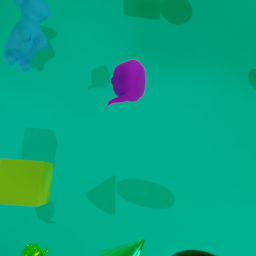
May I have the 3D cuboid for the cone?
[{"bbox_3d":[0.035,2.473,5.399,0.986,0.986,0.990,38,107,8],"label":"cone"}]

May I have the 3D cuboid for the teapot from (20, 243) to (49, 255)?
[{"bbox_3d":[-1.975,2.864,6.137,0.538,1.099,0.684,-33,40,-21],"label":"teapot"}]

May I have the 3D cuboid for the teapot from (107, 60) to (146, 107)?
[{"bbox_3d":[-0.034,-0.792,4.882,0.574,0.728,1.172,5,53,20],"label":"teapot"}]

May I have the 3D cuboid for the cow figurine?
[{"bbox_3d":[-2.249,-2.125,6.186,1.429,0.785,1.407,-47,47,22],"label":"cow figurine"}]

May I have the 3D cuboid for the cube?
[{"bbox_3d":[-2.205,1.163,6.042,0.899,0.899,0.899,4,80,-2],"label":"cube"}]

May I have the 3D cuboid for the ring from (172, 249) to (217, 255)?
[{"bbox_3d":[1.350,2.757,4.597,1.746,1.746,0.349,17,113,4],"label":"ring"}]
